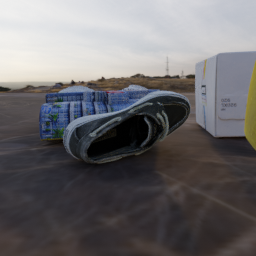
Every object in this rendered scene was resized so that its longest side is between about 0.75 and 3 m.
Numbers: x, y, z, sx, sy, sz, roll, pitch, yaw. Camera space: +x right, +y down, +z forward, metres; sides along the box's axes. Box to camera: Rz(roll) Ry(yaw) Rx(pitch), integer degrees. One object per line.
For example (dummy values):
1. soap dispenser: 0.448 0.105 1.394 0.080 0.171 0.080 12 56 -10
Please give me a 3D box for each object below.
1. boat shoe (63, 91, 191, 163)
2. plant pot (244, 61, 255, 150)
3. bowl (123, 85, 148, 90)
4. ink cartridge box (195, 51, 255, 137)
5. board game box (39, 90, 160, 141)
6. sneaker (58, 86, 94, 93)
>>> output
1. boat shoe: 0.227 0.017 4.391 2.383 0.842 0.759 -21 23 -30
2. plant pot: 1.958 -0.245 2.300 2.266 1.609 2.266 25 25 -12
3. bowl: 0.295 -1.055 9.979 1.646 0.773 1.646 15 -6 2
4. ink cartridge box: 2.681 -0.834 6.672 1.770 1.739 2.404 -2 9 4
5. board game box: -0.409 -0.434 6.518 2.886 0.891 2.888 -4 8 -10
6. sneaker: -1.282 -0.695 8.682 2.296 0.877 0.924 9 31 10
